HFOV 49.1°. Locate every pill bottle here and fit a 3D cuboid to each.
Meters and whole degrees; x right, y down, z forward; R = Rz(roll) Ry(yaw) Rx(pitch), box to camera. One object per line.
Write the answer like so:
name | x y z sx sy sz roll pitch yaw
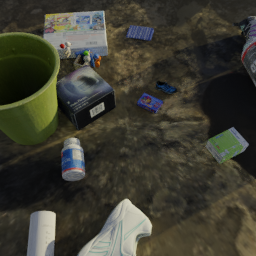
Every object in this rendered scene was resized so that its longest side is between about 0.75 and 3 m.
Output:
pill bottle | 5.316 -1.956 10.125 1.506 1.506 2.644 -8 56 -5
pill bottle | -1.717 0.956 8.699 0.690 0.690 1.230 -8 55 -5

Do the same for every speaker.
speaker | -2.257 3.066 7.296 0.686 0.686 1.688 -5 57 -3

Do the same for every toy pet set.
toy pet set | -1.632 -2.826 10.757 1.545 1.443 0.821 20 68 9

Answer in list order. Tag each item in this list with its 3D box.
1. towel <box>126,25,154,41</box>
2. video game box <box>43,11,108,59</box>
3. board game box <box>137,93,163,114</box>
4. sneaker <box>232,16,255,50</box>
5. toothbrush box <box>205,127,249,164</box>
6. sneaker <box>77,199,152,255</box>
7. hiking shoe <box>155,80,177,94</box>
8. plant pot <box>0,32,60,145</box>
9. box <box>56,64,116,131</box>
towel | 0.550 -4.233 12.503 1.118 0.133 0.809 11 59 9
video game box | -2.263 -4.022 12.047 2.649 0.620 2.413 -5 59 -3
board game box | 0.802 -0.906 10.236 0.788 0.176 0.530 27 61 17
sneaker | 5.128 -4.025 11.913 2.552 0.992 1.785 -33 61 -31
toothbrush box | 3.199 0.563 9.092 1.058 0.455 0.770 -25 59 -15
sneaker | -0.494 3.212 7.002 1.189 1.044 2.967 34 62 17
hiking shoe | 1.441 -1.531 10.537 0.846 0.367 0.315 14 57 9
plant pot | -3.317 -0.872 8.658 2.919 2.772 2.919 0 56 0
box | -1.599 -1.118 9.876 1.678 1.034 1.664 -35 62 -21
